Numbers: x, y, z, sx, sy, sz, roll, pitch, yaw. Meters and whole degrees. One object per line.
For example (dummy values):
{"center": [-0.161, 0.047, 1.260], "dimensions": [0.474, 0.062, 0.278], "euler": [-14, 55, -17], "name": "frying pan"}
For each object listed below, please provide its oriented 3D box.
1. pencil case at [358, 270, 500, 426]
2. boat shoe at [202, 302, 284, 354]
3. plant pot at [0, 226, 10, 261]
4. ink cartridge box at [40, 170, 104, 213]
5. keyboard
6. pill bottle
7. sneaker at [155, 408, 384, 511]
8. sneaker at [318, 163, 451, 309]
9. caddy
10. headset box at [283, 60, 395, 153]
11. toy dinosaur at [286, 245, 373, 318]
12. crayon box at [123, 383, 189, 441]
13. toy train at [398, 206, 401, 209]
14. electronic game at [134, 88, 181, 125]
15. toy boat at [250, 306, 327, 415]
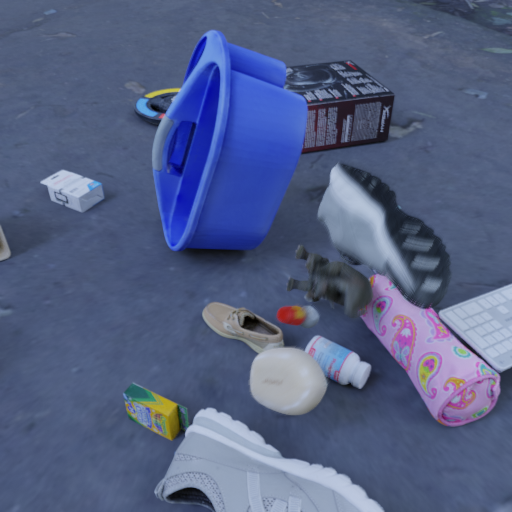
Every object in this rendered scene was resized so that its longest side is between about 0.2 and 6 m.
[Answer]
{"center": [2.345, 1.198, 7.951], "dimensions": [1.070, 1.070, 2.447], "euler": [-11, 38, -14], "name": "pencil case"}
{"center": [-0.197, 1.020, 8.647], "dimensions": [1.494, 0.482, 0.532], "euler": [23, 43, 27], "name": "boat shoe"}
{"center": [-5.573, -0.599, 10.051], "dimensions": [1.539, 1.538, 1.363], "euler": [-24, 33, -28], "name": "plant pot"}
{"center": [-3.890, -1.382, 11.847], "dimensions": [1.164, 0.395, 0.675], "euler": [21, 42, 25], "name": "ink cartridge box"}
{"center": [4.499, 0.759, 8.557], "dimensions": [4.041, 0.215, 1.137], "euler": [-13, 50, -32], "name": "keyboard"}
{"center": [1.153, 1.529, 7.989], "dimensions": [0.887, 0.483, 0.483], "euler": [23, 43, 28], "name": "pill bottle"}
{"center": [0.246, 2.850, 5.996], "dimensions": [3.018, 1.128, 1.237], "euler": [16, 50, 34], "name": "sneaker"}
{"center": [1.490, -0.168, 6.844], "dimensions": [0.889, 0.954, 2.406], "euler": [9, 33, -29], "name": "sneaker"}
{"center": [-0.756, -1.824, 9.677], "dimensions": [2.027, 3.861, 2.730], "euler": [5, 41, -23], "name": "caddy"}
{"center": [1.306, -3.798, 14.219], "dimensions": [3.466, 1.338, 2.579], "euler": [-12, 39, -13], "name": "headset box"}
{"center": [1.185, 0.380, 8.111], "dimensions": [1.152, 0.867, 2.252], "euler": [11, -2, -22], "name": "toy dinosaur"}
{"center": [-1.293, 2.046, 7.263], "dimensions": [0.863, 0.542, 0.223], "euler": [18, 41, 22], "name": "crayon box"}
{"center": [2.499, -0.651, 10.923], "dimensions": [0.577, 0.431, 1.012], "euler": [2, 38, 23], "name": "toy train"}
{"center": [-2.221, -4.131, 15.374], "dimensions": [2.231, 0.464, 2.231], "euler": [0, 37, 0], "name": "electronic game"}
{"center": [0.480, 1.285, 6.994], "dimensions": [1.132, 1.347, 0.626], "euler": [3, -6, 45], "name": "toy boat"}
